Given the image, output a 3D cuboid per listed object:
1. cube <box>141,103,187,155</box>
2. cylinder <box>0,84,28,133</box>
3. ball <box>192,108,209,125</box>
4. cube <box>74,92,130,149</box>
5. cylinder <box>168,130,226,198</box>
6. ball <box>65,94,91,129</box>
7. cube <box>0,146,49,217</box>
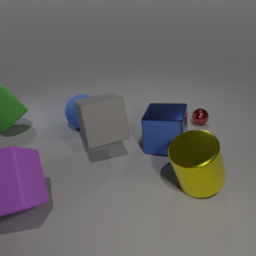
[{"bbox_3d":[1.351,0.015,10.005,1.400,1.400,1.400,2,29,17],"label":"cube"},{"bbox_3d":[-4.955,-0.746,10.983,1.400,1.400,1.400,-37,18,14],"label":"cylinder"},{"bbox_3d":[3.044,-0.480,11.796,0.700,0.700,0.700,0,29,0],"label":"ball"},{"bbox_3d":[-0.882,-0.301,9.306,1.400,1.400,1.400,-14,17,-15],"label":"cube"},{"bbox_3d":[1.967,1.008,7.930,1.400,1.400,1.400,-15,39,13],"label":"cylinder"},{"bbox_3d":[-1.849,-0.666,11.379,1.400,1.400,1.400,0,29,0],"label":"ball"},{"bbox_3d":[-2.913,1.315,6.645,1.400,1.400,1.400,-16,-9,3],"label":"cube"}]
